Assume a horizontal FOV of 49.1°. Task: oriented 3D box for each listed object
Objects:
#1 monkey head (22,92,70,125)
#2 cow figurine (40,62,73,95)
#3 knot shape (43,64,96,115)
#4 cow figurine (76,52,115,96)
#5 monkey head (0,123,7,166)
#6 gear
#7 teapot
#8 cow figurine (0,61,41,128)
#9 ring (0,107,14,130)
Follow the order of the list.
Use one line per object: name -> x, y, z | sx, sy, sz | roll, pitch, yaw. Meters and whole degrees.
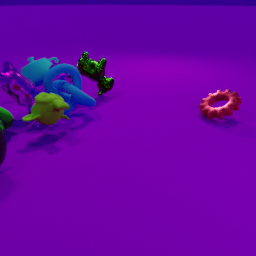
monkey head -> -1.795, -0.387, 6.602 | 0.909, 0.762, 1.264 | 26, 20, 36
cow figurine -> -2.195, -1.457, 8.749 | 1.464, 1.488, 0.817 | 29, 55, 29
knot shape -> -1.580, -0.936, 7.786 | 1.452, 1.552, 0.717 | 22, 44, -2
cow figurine -> -1.074, -1.718, 9.172 | 1.344, 1.322, 0.737 | 21, 56, -2
monkey head -> -2.856, 0.290, 4.991 | 1.329, 1.848, 1.113 | -2, 8, -8
gear -> 2.594, -0.672, 7.916 | 1.126, 0.208, 1.126 | -20, 33, 14
teapot -> -3.179, -1.932, 9.621 | 1.236, 0.973, 1.988 | -5, 26, 50
cow figurine -> -2.704, -0.822, 7.264 | 0.879, 1.602, 1.576 | -40, 50, 0
ring -> -3.413, -0.236, 6.616 | 1.334, 1.334, 0.267 | -1, 68, -3
